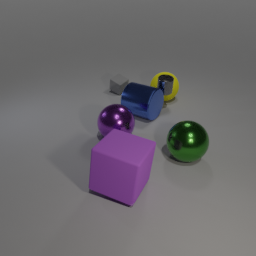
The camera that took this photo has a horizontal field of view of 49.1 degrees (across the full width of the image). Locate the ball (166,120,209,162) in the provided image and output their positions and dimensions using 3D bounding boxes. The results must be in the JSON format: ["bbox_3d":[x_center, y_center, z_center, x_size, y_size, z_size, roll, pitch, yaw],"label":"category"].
[{"bbox_3d":[1.993,0.445,9.374,1.400,1.400,1.400,0,30,0],"label":"ball"}]

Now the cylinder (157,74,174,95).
[{"bbox_3d":[1.657,-1.922,12.467,0.700,0.700,0.700,1,38,-1],"label":"cylinder"}]

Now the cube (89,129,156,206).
[{"bbox_3d":[-0.156,1.069,8.040,1.400,1.400,1.400,17,30,17],"label":"cube"}]

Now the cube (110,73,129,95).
[{"bbox_3d":[-0.462,-2.266,14.516,0.700,0.700,0.700,35,53,21],"label":"cube"}]

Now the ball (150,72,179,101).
[{"bbox_3d":[1.787,-2.028,13.710,1.400,1.400,1.400,0,30,0],"label":"ball"}]

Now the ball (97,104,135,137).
[{"bbox_3d":[-0.440,-0.197,10.414,1.400,1.400,1.400,0,30,0],"label":"ball"}]

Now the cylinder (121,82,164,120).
[{"bbox_3d":[0.629,-1.178,12.191,1.400,1.400,1.400,19,35,29],"label":"cylinder"}]
